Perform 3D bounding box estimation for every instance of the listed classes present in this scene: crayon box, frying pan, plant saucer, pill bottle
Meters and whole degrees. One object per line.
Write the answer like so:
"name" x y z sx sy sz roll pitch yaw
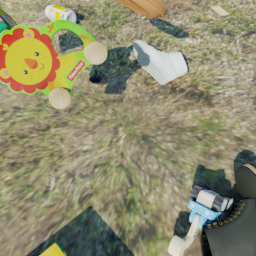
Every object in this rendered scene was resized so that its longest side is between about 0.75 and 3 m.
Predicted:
"crayon box" -3.387 -2.793 7.590 0.441 1.514 0.899 -39 95 4
"crayon box" -1.764 3.465 4.253 2.900 0.845 1.722 -33 56 -27
"frying pan" -1.134 -1.711 9.447 0.432 0.116 0.714 -18 49 -17
"plant saucer" -0.011 -3.156 6.650 2.050 0.331 2.050 28 14 -7
"pill bottle" -2.856 -4.738 11.779 1.301 0.711 0.711 29 54 23

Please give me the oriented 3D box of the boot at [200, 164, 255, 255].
"boot" 2.140 1.737 5.670 1.626 0.910 2.350 4 47 -6

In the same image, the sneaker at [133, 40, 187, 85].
"sneaker" 1.141 -2.399 9.703 1.200 0.765 2.077 -24 62 -22

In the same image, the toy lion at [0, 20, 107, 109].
"toy lion" -1.655 -1.417 5.700 1.898 1.819 0.652 -50 19 3

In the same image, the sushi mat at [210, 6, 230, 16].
"sushi mat" 4.200 -5.350 12.781 0.450 0.057 0.940 -14 49 -14

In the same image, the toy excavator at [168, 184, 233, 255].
"toy excavator" 1.454 1.924 5.726 0.697 1.357 1.396 20 90 38
